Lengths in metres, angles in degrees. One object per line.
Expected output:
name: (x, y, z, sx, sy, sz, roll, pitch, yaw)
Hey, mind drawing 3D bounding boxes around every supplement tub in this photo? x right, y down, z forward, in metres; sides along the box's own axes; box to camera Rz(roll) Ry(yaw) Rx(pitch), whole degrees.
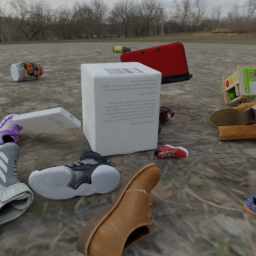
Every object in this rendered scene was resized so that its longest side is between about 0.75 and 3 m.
supplement tub: (-6.632, -3.751, 18.469, 1.131, 1.131, 1.846, 19, 29, 39)

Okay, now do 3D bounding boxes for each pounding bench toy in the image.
pounding bench toy: (5.318, -1.509, 12.705, 1.355, 2.181, 1.702, -2, -10, -9)

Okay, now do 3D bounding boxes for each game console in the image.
game console: (1.301, -2.627, 12.034, 2.612, 1.550, 2.251, -5, 11, 20)

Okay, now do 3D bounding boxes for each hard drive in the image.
hard drive: (-2.608, -0.209, 9.055, 1.800, 0.240, 1.187, -9, -25, 20)

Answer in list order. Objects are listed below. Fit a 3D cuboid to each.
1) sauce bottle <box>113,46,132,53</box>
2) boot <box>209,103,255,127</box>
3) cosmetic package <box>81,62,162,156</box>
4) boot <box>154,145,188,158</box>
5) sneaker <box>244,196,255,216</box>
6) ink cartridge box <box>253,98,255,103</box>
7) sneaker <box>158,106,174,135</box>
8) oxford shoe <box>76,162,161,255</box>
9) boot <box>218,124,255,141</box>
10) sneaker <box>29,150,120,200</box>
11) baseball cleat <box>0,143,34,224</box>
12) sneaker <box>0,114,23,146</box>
sauce bottle: (-0.676, -9.246, 32.949, 2.323, 0.752, 0.752, 10, 24, 25)
boot: (4.201, -0.527, 10.964, 2.223, 0.819, 1.720, -5, 11, 6)
cosmetic package: (-0.298, -0.679, 8.810, 2.009, 2.438, 2.011, -5, 23, -18)
boot: (1.234, 0.764, 8.142, 0.651, 0.327, 0.902, -20, 21, -41)
sneaker: (2.848, 1.684, 5.722, 0.913, 0.358, 0.344, 18, 29, 38)
ink cartridge box: (6.174, -0.909, 12.155, 0.797, 0.461, 1.371, -4, 23, -11)
sneaker: (1.145, -0.422, 10.314, 1.469, 0.963, 2.544, -2, 21, -13)
oxford shoe: (0.147, 1.597, 5.436, 0.915, 0.915, 2.566, 22, 38, 21)
boot: (4.243, 0.073, 9.807, 2.106, 0.721, 1.983, -5, 19, 22)
sneaker: (-1.285, 1.079, 6.770, 2.051, 0.774, 1.167, 0, 20, -15)
baseball cleat: (-2.700, 1.252, 6.340, 1.401, 0.918, 2.633, 6, 31, 0)
sneaker: (-3.861, 0.205, 9.069, 0.867, 0.788, 1.960, 12, 28, 11)
